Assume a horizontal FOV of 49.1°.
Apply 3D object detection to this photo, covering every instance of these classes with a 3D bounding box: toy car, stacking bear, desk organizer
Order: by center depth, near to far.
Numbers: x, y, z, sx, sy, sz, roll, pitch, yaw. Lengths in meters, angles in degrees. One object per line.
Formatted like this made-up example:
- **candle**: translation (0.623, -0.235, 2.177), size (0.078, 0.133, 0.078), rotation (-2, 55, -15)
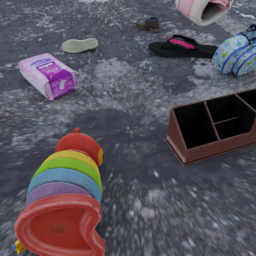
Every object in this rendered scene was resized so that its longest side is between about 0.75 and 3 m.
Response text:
- **toy car**: translation (-2.410, 2.082, 4.864), size (1.168, 0.389, 0.573), rotation (-24, 46, -24)
- **stacking bear**: translation (-1.093, 1.021, 5.455), size (1.430, 1.527, 2.515), rotation (-1, 33, 1)
- **desk organizer**: translation (2.387, -0.110, 6.886), size (2.756, 1.061, 0.988), rotation (-14, 43, -16)

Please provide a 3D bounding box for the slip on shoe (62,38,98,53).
- **slip on shoe**: translation (-1.891, -3.253, 11.067), size (1.400, 0.519, 0.428), rotation (-12, 12, -8)

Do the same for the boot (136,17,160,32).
- **boot**: translation (0.895, -4.771, 12.669), size (1.221, 0.592, 0.456), rotation (21, 45, 23)

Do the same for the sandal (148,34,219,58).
- **sandal**: translation (2.264, -3.218, 10.804), size (2.953, 0.666, 1.109), rotation (5, 41, 5)

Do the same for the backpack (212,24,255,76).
- **backpack**: translation (3.732, -2.456, 9.379), size (1.539, 1.409, 1.131), rotation (-23, 66, -13)

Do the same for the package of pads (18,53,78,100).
- **package of pads**: translation (-2.589, -1.717, 9.028), size (1.136, 0.713, 1.885), rotation (-31, 49, -27)

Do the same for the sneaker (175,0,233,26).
- **sneaker**: translation (1.746, -2.787, 5.065), size (0.761, 2.022, 1.057), rotation (9, 43, -34)
